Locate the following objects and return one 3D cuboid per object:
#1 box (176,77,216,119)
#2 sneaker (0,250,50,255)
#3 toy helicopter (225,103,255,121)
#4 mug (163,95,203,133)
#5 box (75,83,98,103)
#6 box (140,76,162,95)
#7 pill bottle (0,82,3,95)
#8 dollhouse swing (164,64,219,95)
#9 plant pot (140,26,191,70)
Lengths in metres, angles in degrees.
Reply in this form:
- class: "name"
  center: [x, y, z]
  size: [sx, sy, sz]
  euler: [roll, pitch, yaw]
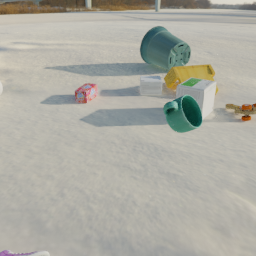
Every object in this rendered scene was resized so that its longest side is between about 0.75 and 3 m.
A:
- class: "box"
  center: [2.954, -1.273, 12.271]
  size: [1.267, 1.480, 1.472]
  euler: [18, 32, 31]
- class: "sneaker"
  center: [-2.232, 2.656, 5.734]
  size: [1.157, 0.419, 0.659]
  euler: [-12, 26, -23]
- class: "toy helicopter"
  center: [5.108, -0.896, 12.543]
  size: [1.101, 0.656, 1.664]
  euler: [-17, 22, -23]
- class: "mug"
  center: [1.208, -0.355, 6.544]
  size: [0.612, 0.990, 0.814]
  euler: [-24, 25, 43]
- class: "box"
  center: [-2.097, -1.794, 14.241]
  size: [0.660, 0.633, 1.325]
  euler: [9, 28, 17]
- class: "box"
  center: [1.227, -2.314, 15.133]
  size: [1.148, 0.754, 1.154]
  euler: [1, 27, 1]
- class: "pill bottle"
  center: [-7.186, -1.710, 13.376]
  size: [1.268, 1.268, 2.218]
  euler: [6, 27, 11]
- class: "dollhouse swing"
  center: [3.536, -2.322, 15.551]
  size: [2.298, 2.020, 2.089]
  euler: [-8, -14, -13]
- class: "plant pot"
  center: [2.662, -5.221, 19.118]
  size: [2.726, 2.726, 2.670]
  euler: [-16, 39, -29]
